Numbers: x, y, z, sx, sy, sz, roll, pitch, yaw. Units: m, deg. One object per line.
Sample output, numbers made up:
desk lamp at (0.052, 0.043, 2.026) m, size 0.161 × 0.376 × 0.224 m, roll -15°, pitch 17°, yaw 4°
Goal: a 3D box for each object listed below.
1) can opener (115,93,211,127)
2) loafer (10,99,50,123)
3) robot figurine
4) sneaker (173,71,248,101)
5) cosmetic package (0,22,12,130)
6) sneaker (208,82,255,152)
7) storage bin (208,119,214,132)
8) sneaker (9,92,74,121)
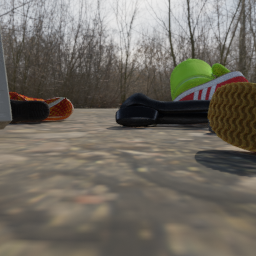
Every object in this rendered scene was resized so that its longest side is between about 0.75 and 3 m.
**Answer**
can opener at (1.095, -0.374, 7.511) m, size 2.835 × 1.115 × 0.899 m, roll 0°, pitch -36°, yaw 3°
loafer at (-3.702, -0.497, 9.025) m, size 2.348 × 0.857 × 0.833 m, roll 6°, pitch -6°, yaw -8°
robot figurine at (2.453, -1.423, 10.320) m, size 1.705 × 2.586 × 2.947 m, roll 35°, pitch 30°, yaw -20°
sneaker at (2.485, -0.570, 8.251) m, size 2.654 × 1.493 × 0.945 m, roll -28°, pitch -43°, yaw 8°
cosmetic package at (-2.581, -0.880, 4.681) m, size 0.953 × 1.785 × 0.805 m, roll -4°, pitch -9°, yaw -34°
sneaker at (2.046, -0.049, 3.229) m, size 1.048 × 0.871 × 2.325 m, roll 5°, pitch 7°, yaw -36°
storage bin at (2.184, -0.210, 5.850) m, size 1.006 × 0.732 × 0.676 m, roll 4°, pitch 16°, yaw 40°
sneaker at (-3.459, -0.622, 10.144) m, size 2.880 × 1.051 × 1.111 m, roll 6°, pitch -13°, yaw -15°
